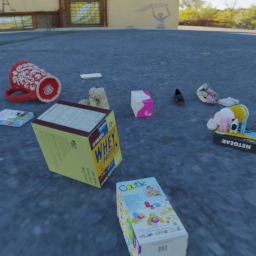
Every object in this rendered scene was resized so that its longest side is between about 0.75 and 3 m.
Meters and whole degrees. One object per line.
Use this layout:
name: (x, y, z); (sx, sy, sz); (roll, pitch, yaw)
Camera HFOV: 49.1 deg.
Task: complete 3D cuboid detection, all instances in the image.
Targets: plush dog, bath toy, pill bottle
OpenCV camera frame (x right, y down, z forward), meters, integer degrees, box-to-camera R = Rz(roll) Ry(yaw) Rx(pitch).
plush dog: (-1.648, -0.821, 12.244); (1.628, 1.521, 1.896); (-17, -2, -5)
bath toy: (3.663, -0.165, 10.443); (1.360, 0.503, 0.591); (7, 25, 18)
pill bottle: (4.353, -0.521, 11.848); (1.354, 0.752, 0.752); (-13, 28, -26)

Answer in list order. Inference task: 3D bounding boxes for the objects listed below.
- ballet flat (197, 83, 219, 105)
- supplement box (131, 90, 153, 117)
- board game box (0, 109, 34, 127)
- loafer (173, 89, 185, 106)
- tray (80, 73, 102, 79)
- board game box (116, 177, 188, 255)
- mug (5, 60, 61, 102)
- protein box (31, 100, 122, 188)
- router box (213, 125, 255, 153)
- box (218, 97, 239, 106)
ballet flat: (4.104, -1.806, 14.762); (0.805, 0.782, 2.262); (-18, 24, 9)
supplement box: (0.632, -1.170, 13.189); (0.791, 0.808, 1.563); (-2, 24, -6)
board game box: (-5.095, -0.448, 12.281); (1.466, 0.268, 1.109); (6, 26, 14)
loafer: (2.594, -1.597, 14.466); (0.551, 0.483, 1.534); (0, 25, -1)
tray: (-2.485, -3.488, 18.881); (1.367, 0.152, 0.734); (-8, 26, -17)
board game box: (0.419, 2.063, 6.104); (0.993, 0.975, 1.894); (-6, 26, -13)
mug: (-5.019, -2.167, 14.891); (2.641, 2.344, 1.762); (26, -1, 36)
protein box: (-1.418, 0.423, 8.225); (1.930, 1.916, 1.302); (13, 42, 25)
router box: (4.104, 0.350, 10.413); (1.594, 0.407, 1.189); (13, 28, 26)
box: (5.122, -1.336, 14.285); (0.837, 0.172, 0.652); (-13, 28, -27)
